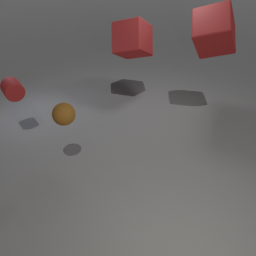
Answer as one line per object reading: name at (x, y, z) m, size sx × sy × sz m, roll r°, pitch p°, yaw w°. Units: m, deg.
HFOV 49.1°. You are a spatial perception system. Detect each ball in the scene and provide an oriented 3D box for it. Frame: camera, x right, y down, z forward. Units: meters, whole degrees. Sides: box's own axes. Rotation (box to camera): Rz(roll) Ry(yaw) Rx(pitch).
ball at (-1.937, -0.417, 8.445) m, size 0.700 × 0.700 × 0.700 m, roll 0°, pitch 32°, yaw 0°

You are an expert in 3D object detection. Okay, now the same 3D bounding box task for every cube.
cube at (0.207, -3.967, 12.534) m, size 1.400 × 1.400 × 1.400 m, roll 0°, pitch 2°, yaw 28°
cube at (3.283, -3.693, 10.666) m, size 1.400 × 1.400 × 1.400 m, roll -4°, pitch 67°, yaw 26°

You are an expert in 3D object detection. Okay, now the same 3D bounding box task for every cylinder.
cylinder at (-4.146, -1.395, 10.071) m, size 0.700 × 0.700 × 0.700 m, roll -20°, pitch 42°, yaw -29°
